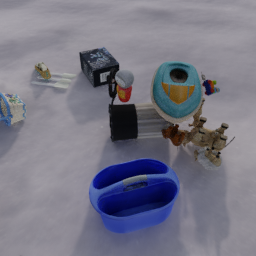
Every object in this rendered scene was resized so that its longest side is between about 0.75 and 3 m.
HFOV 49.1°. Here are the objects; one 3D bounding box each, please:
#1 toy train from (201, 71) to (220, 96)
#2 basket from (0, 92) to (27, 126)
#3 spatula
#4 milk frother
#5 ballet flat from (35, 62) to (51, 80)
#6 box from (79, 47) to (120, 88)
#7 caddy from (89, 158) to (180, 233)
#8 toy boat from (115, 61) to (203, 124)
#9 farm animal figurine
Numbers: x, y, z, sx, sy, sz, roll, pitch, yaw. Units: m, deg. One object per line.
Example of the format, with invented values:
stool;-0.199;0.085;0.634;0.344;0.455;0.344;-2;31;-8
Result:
toy train;2.683;-1.485;9.115;0.472;0.345;0.816;-13;85;-28
basket;-4.859;-0.741;10.838;1.555;1.082;1.371;-22;48;-35
spatula;-3.520;-2.310;13.206;1.861;0.149;1.294;9;45;9
milk frother;0.384;-0.869;10.085;2.216;2.356;2.126;-5;39;-6
ballet flat;-4.101;-2.903;13.503;0.568;0.521;1.655;-21;44;-26
box;-1.353;-2.906;13.233;1.337;0.964;1.801;-19;46;-19
caddy;0.182;1.809;7.955;2.551;1.339;1.804;-12;45;-12
toy boat;1.017;-1.306;9.060;2.861;1.330;2.405;1;59;0
farm animal figurine;2.388;0.079;9.858;2.507;1.322;2.535;31;56;12
